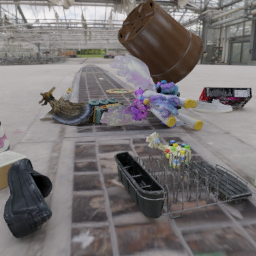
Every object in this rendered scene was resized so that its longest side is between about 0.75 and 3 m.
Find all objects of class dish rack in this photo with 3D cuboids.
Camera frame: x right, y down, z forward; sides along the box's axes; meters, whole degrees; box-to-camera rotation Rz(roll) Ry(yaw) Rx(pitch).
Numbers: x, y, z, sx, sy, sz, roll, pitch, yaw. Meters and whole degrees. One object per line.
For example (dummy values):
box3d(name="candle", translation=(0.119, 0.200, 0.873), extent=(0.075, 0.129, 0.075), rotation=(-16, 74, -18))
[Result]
box3d(name="dish rack", translation=(1.052, 0.932, 5.373), extent=(2.354, 0.642, 1.805), rotation=(-5, 18, -18))

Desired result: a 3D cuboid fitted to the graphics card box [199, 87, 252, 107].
box3d(name="graphics card box", translation=(4.368, -1.387, 12.693), extent=(2.054, 0.522, 1.288), rotation=(1, -16, 4))

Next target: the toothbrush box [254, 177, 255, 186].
box3d(name="toothbrush box", translation=(3.531, 0.446, 5.655), extent=(1.920, 1.398, 0.826), rotation=(-11, 19, -34))

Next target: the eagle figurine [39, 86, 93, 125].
box3d(name="eagle figurine", translation=(-2.283, -0.801, 10.723), extent=(2.144, 1.618, 1.627), rotation=(29, 62, -2))

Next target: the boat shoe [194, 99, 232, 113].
box3d(name="boat shoe", translation=(3.724, -0.998, 12.228), extent=(1.599, 0.548, 0.576), rotation=(4, 17, 15))

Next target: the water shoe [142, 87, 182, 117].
box3d(name="water shoe", translation=(1.392, -1.243, 12.037), extent=(1.013, 1.118, 2.834), rotation=(-9, 18, -28))

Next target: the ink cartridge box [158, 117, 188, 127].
box3d(name="ink cartridge box", translation=(1.711, -0.242, 10.186), extent=(1.106, 0.232, 0.660), rotation=(-6, 17, -32))

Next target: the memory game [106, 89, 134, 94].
box3d(name="memory game", translation=(-0.506, -2.302, 17.565), extent=(1.839, 0.117, 1.839), rotation=(0, 16, 0))

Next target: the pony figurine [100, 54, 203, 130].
box3d(name="pony figurine", translation=(0.775, -0.937, 9.634), extent=(2.891, 2.494, 2.995), rotation=(5, 19, -43))

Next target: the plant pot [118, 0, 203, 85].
box3d(name="plant pot", translation=(1.149, -3.365, 10.920), extent=(2.553, 2.578, 2.578), rotation=(34, -6, -35))

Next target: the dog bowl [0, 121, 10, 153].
box3d(name="dog bowl", translation=(-4.587, 0.203, 7.165), extent=(2.814, 1.038, 2.814), rotation=(1, 16, 0))

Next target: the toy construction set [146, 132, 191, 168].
box3d(name="toy construction set", translation=(1.038, 0.557, 6.900), extent=(0.830, 0.583, 1.266), rotation=(-12, 31, -35))

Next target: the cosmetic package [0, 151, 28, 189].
box3d(name="cosmetic package", translation=(-2.774, 0.928, 5.617), extent=(0.719, 0.486, 1.366), rotation=(11, 19, 34))

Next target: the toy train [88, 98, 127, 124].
box3d(name="toy train", translation=(-0.798, -0.658, 10.856), extent=(1.812, 0.772, 1.033), rotation=(-12, 32, -42))

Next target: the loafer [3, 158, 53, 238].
box3d(name="loafer", translation=(-1.629, 1.044, 4.749), extent=(0.695, 0.672, 1.980), rotation=(-20, 24, -13))
